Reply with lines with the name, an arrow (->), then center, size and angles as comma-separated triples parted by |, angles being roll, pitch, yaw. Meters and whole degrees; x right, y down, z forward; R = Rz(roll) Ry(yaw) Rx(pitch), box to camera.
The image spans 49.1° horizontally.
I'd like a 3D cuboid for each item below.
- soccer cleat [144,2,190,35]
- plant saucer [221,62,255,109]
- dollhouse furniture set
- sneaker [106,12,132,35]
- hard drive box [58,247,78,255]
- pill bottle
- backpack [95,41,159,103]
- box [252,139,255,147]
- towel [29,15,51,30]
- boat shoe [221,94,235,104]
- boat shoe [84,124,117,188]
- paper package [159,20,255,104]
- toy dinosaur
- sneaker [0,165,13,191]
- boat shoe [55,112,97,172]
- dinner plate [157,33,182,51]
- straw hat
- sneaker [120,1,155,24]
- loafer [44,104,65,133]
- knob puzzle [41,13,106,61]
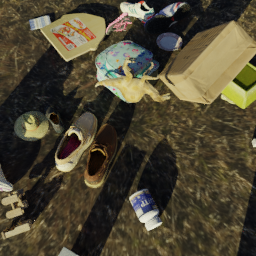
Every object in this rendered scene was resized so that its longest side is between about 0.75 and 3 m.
soccer cleat -> 1.824, -5.541, 14.106 | 2.743, 0.936, 1.004 | -33, 42, -14
plant saucer -> 4.808, -2.191, 12.057 | 2.277, 0.546, 2.280 | -34, 64, -25
dollhouse furniture set -> -3.697, 2.721, 8.972 | 0.831, 1.173, 1.277 | -18, 91, -12
sneaker -> -0.328, -3.849, 10.628 | 1.118, 0.442, 0.533 | -35, 97, 18
hard drive box -> -1.514, 3.983, 8.162 | 0.919, 1.180, 0.453 | 25, 63, 13
pill bottle -> 0.606, 2.684, 9.207 | 0.711, 0.711, 1.187 | -23, 63, -13
backpack -> -0.161, -2.512, 11.758 | 2.409, 1.813, 2.138 | 35, 64, 25
box -> 5.414, 0.569, 10.737 | 1.222, 0.236, 0.253 | -1, 59, 0
towel -> -4.479, -5.381, 14.343 | 1.053, 0.125, 0.773 | -17, 63, -8
boat shoe -> 4.315, -1.256, 11.821 | 0.753, 0.237, 0.274 | 29, 63, 16
boat shoe -> -0.957, 0.876, 10.193 | 0.908, 0.852, 2.523 | 11, 60, 7
paper package -> 2.811, -2.345, 10.363 | 1.463, 2.828, 2.695 | 43, 89, -14
toy dinosaur -> 0.025, -1.662, 9.774 | 2.966, 1.500, 0.863 | 15, 22, 18
sneaker -> -4.716, 1.585, 9.882 | 1.796, 0.672, 0.894 | 25, 62, 14
boat shoe -> -1.898, 0.366, 10.471 | 0.954, 0.895, 2.587 | 17, 61, 10
dinner plate -> 2.005, -4.160, 13.598 | 1.241, 0.150, 1.241 | 0, 61, 0
straw hat -> -3.861, -0.244, 11.008 | 1.443, 0.611, 1.443 | 0, 60, 0
sneaker -> 0.510, -6.146, 14.284 | 2.118, 0.990, 0.746 | 36, 66, 19
loafer -> -2.966, -0.474, 11.193 | 0.519, 0.515, 1.425 | -32, 63, -16
knob puzzle -> -2.363, -4.590, 13.680 | 3.193, 0.443, 3.193 | 0, 59, 0
